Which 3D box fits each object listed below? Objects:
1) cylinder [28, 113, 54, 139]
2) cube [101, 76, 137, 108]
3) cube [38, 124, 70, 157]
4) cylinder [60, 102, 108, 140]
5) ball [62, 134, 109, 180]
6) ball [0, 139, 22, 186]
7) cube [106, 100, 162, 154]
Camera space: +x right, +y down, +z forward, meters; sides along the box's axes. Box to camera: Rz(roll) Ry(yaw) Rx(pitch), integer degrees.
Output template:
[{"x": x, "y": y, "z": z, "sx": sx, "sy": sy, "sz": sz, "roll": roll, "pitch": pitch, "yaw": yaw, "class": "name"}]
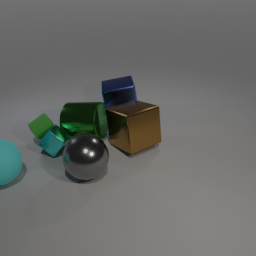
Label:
[{"x": -3.115, "y": -0.061, "z": 10.157, "sx": 0.700, "sy": 0.700, "sz": 0.700, "roll": -37, "pitch": 36, "yaw": -4, "class": "cylinder"}, {"x": -0.352, "y": -1.328, "z": 12.341, "sx": 1.400, "sy": 1.400, "sz": 1.400, "roll": -11, "pitch": 29, "yaw": 0, "class": "cube"}, {"x": -2.552, "y": 0.425, "z": 9.730, "sx": 0.700, "sy": 0.700, "sz": 0.700, "roll": 39, "pitch": 20, "yaw": -9, "class": "cube"}, {"x": -1.594, "y": -0.267, "z": 10.442, "sx": 1.400, "sy": 1.400, "sz": 1.400, "roll": 1, "pitch": 28, "yaw": 17, "class": "cylinder"}, {"x": -1.276, "y": 0.877, "z": 8.510, "sx": 1.400, "sy": 1.400, "sz": 1.400, "roll": 0, "pitch": 29, "yaw": 0, "class": "ball"}, {"x": -3.874, "y": 1.014, "z": 8.276, "sx": 1.400, "sy": 1.400, "sz": 1.400, "roll": 0, "pitch": 29, "yaw": 0, "class": "ball"}, {"x": 0.206, "y": -0.090, "z": 10.072, "sx": 1.400, "sy": 1.400, "sz": 1.400, "roll": -19, "pitch": 24, "yaw": -31, "class": "cube"}]
